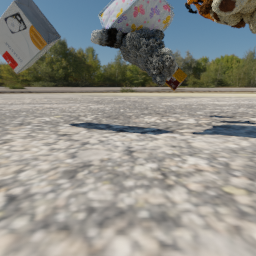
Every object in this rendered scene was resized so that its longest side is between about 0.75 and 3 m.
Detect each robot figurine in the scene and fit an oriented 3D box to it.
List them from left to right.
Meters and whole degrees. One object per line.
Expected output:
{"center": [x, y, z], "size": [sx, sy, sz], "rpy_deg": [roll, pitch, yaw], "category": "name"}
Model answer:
{"center": [2.570, -4.210, 9.485], "size": [1.279, 0.927, 0.372], "rpy_deg": [28, 41, -8], "category": "robot figurine"}

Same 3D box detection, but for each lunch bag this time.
{"center": [0.333, -3.616, 9.041], "size": [1.962, 1.247, 1.664], "rpy_deg": [-35, -38, 27], "category": "lunch bag"}

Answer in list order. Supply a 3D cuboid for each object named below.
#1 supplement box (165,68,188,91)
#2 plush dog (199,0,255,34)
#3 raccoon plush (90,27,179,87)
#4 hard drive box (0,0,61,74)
{"center": [2.015, -2.186, 12.214], "size": [0.517, 0.769, 0.779], "rpy_deg": [-46, -5, -27], "category": "supplement box"}
{"center": [3.084, -3.582, 8.107], "size": [1.987, 1.594, 1.707], "rpy_deg": [16, -7, -23], "category": "plush dog"}
{"center": [0.204, -1.998, 8.121], "size": [2.556, 1.236, 1.712], "rpy_deg": [-3, 42, -4], "category": "raccoon plush"}
{"center": [-3.522, -3.049, 9.405], "size": [2.056, 1.603, 0.790], "rpy_deg": [-26, 19, 38], "category": "hard drive box"}
